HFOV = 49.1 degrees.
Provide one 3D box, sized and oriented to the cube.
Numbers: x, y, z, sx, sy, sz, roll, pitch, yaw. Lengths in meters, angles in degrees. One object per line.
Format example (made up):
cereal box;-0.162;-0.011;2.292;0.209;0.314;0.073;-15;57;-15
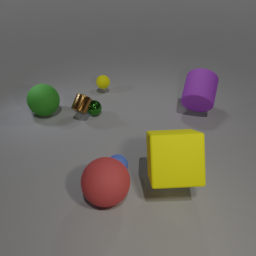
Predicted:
cube;1.275;0.800;7.823;1.400;1.400;1.400;-3;4;0

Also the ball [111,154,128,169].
ball;-0.346;1.210;9.115;0.700;0.700;0.700;0;32;0

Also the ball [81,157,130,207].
ball;-0.633;1.523;7.939;1.400;1.400;1.400;0;32;0

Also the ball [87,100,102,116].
ball;-1.518;-0.898;12.504;0.700;0.700;0.700;0;32;0

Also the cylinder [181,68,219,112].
cylinder;3.141;-1.635;12.256;1.400;1.400;1.400;11;67;17

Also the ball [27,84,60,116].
ball;-3.723;-1.233;12.342;1.400;1.400;1.400;0;32;0

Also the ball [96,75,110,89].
ball;-1.281;-2.355;14.353;0.700;0.700;0.700;0;32;0

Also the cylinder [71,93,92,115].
cylinder;-1.978;-1.019;11.918;0.700;0.700;0.700;21;-9;3
